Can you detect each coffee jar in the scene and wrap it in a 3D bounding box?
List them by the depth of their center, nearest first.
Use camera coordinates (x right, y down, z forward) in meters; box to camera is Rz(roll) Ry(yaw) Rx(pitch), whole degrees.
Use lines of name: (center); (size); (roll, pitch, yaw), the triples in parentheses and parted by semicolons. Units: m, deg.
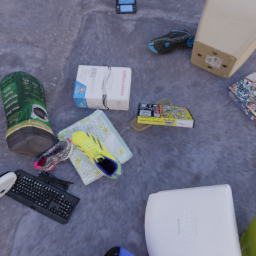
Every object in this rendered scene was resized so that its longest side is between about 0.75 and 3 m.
coffee jar: (-3.590, -0.447, 9.965); (1.265, 1.546, 2.964); (-28, 62, 17)

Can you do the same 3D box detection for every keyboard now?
keyboard: (-2.860, 2.057, 9.316); (2.558, 0.507, 1.331); (22, 66, 10)

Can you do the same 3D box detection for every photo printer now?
photo printer: (1.756, 2.882, 8.185); (2.671, 0.928, 2.222); (-12, 65, 26)

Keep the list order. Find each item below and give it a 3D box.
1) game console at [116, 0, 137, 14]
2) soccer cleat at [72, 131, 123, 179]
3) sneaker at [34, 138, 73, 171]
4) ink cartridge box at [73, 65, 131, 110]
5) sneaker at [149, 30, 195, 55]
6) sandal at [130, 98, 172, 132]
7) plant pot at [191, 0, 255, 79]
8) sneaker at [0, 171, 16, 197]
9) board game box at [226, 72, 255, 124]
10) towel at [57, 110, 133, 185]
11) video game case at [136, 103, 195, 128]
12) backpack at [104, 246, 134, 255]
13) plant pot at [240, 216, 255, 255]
game console: (-0.084, -5.952, 13.305); (1.003, 0.593, 0.856); (-3, 62, -1)
soccer cleat: (-1.034, 0.806, 9.115); (2.184, 0.914, 0.706); (41, 92, 14)
sneaker: (-2.490, 0.935, 9.510); (1.539, 0.575, 0.621); (-44, 67, 9)
ink cartridge box: (-0.940, -1.557, 10.909); (2.069, 0.871, 1.496); (4, 65, 3)
sneaker: (1.843, -3.778, 12.221); (2.083, 0.763, 0.853); (-11, 49, -13)
sandal: (0.920, -0.532, 10.605); (1.889, 0.510, 0.759); (-32, 67, -15)
plant pot: (3.827, -3.553, 11.179); (2.538, 2.535, 2.247); (29, 78, 14)
sneaker: (-4.880, 1.940, 9.087); (2.285, 0.835, 1.278); (-43, 70, -11)
board game box: (5.114, -1.066, 10.952); (1.458, 0.372, 2.152); (-29, 67, -14)
towel: (-1.221, 0.616, 10.032); (1.950, 0.549, 2.279); (-31, 67, -11)
video game case: (1.206, -0.460, 9.415); (1.793, 1.984, 0.253); (5, 107, 3)
backpack: (-0.264, 4.647, 7.125); (2.139, 2.071, 2.549); (32, 67, 12)
plant pot: (4.173, 3.243, 7.780); (2.098, 2.020, 2.098); (2, 57, -3)
